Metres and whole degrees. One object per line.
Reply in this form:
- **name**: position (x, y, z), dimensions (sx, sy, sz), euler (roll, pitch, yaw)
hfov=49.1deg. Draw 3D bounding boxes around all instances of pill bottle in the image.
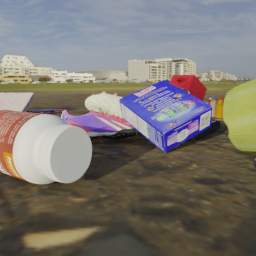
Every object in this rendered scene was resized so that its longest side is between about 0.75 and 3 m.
- **pill bottle**: position (-1.722, 0.320, 4.999), dimensions (2.148, 1.205, 1.205), euler (6, 11, 36)

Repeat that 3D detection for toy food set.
- **toy food set**: position (4.608, -1.090, 14.058), dimensions (1.042, 0.982, 2.182), euler (7, 12, 34)

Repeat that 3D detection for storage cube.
- **storage cube**: position (3.094, -1.839, 15.227), dimensions (1.487, 1.564, 1.740), euler (11, -15, 46)

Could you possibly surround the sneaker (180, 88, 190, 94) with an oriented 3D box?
- **sneaker**: position (2.207, -1.347, 14.271), dimensions (0.914, 0.898, 2.372), euler (13, -24, -40)

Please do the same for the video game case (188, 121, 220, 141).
- **video game case**: position (1.765, -0.027, 9.753), dimensions (2.147, 0.303, 2.376), euler (7, 14, 36)

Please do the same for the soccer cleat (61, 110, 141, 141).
- **soccer cleat**: position (-0.664, -0.121, 8.047), dimensions (2.513, 0.920, 0.857), euler (-4, -11, -17)

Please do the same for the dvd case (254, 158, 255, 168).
- **dvd case**: position (3.258, 0.836, 4.969), dimensions (1.657, 0.205, 1.245), euler (2, 10, 11)

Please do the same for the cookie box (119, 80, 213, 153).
- **cookie box**: position (0.968, -0.412, 7.497), dimensions (1.636, 0.719, 1.912), euler (-26, 43, -23)

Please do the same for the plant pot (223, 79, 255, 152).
- **plant pot**: position (3.577, -0.383, 6.301), dimensions (2.520, 2.520, 2.317), euler (-8, -2, -40)

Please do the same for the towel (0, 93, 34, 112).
- **towel**: position (-6.108, -1.097, 13.711), dimensions (2.498, 0.403, 2.386), euler (0, 31, 0)

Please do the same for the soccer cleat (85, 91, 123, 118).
- **soccer cleat**: position (-0.321, -0.560, 9.248), dimensions (2.643, 1.025, 0.916), euler (7, -27, 20)

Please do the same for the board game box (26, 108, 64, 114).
- **board game box**: position (-4.620, -0.901, 15.376), dimensions (0.997, 0.188, 1.936), euler (8, 12, 44)
